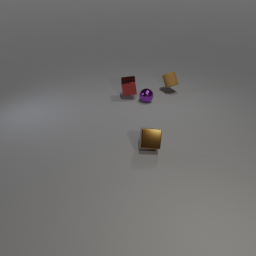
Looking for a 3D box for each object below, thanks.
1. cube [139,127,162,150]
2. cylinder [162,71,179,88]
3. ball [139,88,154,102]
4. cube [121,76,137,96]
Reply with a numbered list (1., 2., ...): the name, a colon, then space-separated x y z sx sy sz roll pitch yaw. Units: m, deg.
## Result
1. cube: 0.798 0.365 10.062 0.700 0.700 0.700 4 2 -2
2. cylinder: 2.236 -2.543 14.780 0.700 0.700 0.700 -18 3 1
3. ball: 0.919 -1.619 13.917 0.700 0.700 0.700 0 30 0
4. cube: 0.045 -2.121 14.091 0.700 0.700 0.700 -6 39 2
